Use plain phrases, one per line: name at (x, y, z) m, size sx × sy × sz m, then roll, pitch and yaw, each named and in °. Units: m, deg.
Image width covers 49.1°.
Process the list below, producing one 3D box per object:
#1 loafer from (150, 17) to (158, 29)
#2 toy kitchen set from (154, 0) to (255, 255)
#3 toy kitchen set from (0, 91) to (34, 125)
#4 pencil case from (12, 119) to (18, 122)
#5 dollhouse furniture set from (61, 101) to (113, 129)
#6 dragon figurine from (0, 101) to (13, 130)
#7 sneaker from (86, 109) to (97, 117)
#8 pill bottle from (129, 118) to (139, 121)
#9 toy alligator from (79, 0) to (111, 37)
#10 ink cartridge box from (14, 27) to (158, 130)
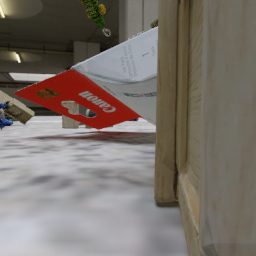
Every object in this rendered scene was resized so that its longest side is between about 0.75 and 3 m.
loafer at (1.140, -3.580, 9.583) m, size 0.658 × 1.953 × 0.742 m, roll 34°, pitch 36°, yaw 16°
toy kitchen set at (1.237, -0.710, 1.434) m, size 2.179 × 1.970 × 2.415 m, roll 0°, pitch 3°, yaw 7°
toy kitchen set at (-3.549, -0.205, 8.147) m, size 0.949 × 1.049 × 1.163 m, roll -37°, pitch -52°, yaw 22°
pencil case at (-5.027, -0.536, 11.089) m, size 1.456 × 0.619 × 0.673 m, roll -4°, pitch -31°, yaw -45°
dollhouse furniture set at (-0.931, -0.339, 7.305) m, size 0.766 × 0.654 × 1.478 m, roll 2°, pitch 3°, yaw 30°
dragon figurine at (-3.651, -0.339, 6.710) m, size 2.406 × 0.708 × 1.196 m, roll 2°, pitch 3°, yaw 15°
sneaker at (-0.995, -0.599, 12.841) m, size 1.097 × 0.772 × 2.065 m, roll 6°, pitch 14°, yaw 18°
pill bottle at (0.022, -0.599, 13.594) m, size 0.984 × 0.547 × 0.547 m, roll -1°, pitch 3°, yaw -3°
toy alligator at (-0.948, -3.387, 8.313) m, size 0.555 × 0.402 × 1.675 m, roll -7°, pitch -46°, yaw 28°
ink cartridge box at (0.255, -0.363, 4.262) m, size 2.932 × 0.837 × 2.383 m, roll -22°, pitch -23°, yaw 20°
